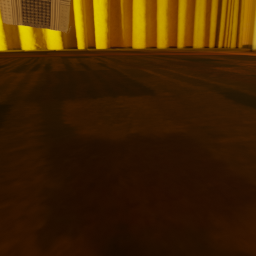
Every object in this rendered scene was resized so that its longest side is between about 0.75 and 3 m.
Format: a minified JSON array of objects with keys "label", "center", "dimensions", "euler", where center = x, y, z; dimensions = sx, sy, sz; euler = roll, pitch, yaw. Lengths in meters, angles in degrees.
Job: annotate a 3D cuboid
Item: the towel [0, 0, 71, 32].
[{"label":"towel","center":[-2.702,-3.841,8.136],"dimensions":[2.053,2.132,0.368],"euler":[4,54,-15]}]
